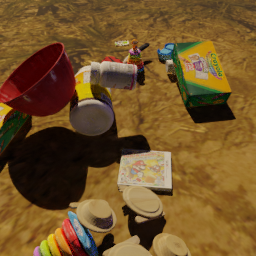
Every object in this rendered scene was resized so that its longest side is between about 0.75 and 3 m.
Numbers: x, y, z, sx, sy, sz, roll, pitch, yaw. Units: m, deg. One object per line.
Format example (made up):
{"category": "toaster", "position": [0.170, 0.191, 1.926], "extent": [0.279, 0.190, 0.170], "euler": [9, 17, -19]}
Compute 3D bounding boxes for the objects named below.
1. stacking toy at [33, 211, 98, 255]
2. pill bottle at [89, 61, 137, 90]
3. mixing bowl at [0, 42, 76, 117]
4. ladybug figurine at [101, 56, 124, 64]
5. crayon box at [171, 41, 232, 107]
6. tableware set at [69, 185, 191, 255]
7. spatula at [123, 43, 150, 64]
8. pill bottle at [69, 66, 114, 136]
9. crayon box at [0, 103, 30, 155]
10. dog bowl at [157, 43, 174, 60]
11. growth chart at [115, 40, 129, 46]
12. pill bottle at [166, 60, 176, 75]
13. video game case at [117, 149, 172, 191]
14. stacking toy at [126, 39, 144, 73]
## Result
{"category": "stacking toy", "position": [-1.679, 2.793, 6.157], "extent": [1.837, 1.008, 1.066], "euler": [-30, 52, -13]}
{"category": "pill bottle", "position": [-0.484, -1.699, 9.052], "extent": [1.465, 0.830, 0.830], "euler": [5, 42, -8]}
{"category": "mixing bowl", "position": [-2.632, -1.299, 8.869], "extent": [2.595, 1.405, 2.595], "euler": [-24, 38, 20]}
{"category": "ladybug figurine", "position": [-0.625, -2.649, 12.144], "extent": [1.065, 0.565, 1.569], "euler": [-29, 53, -23]}
{"category": "crayon box", "position": [2.785, -2.158, 10.977], "extent": [1.602, 0.786, 2.697], "euler": [-5, 60, -7]}
{"category": "tableware set", "position": [0.203, 2.329, 6.308], "extent": [2.425, 0.337, 2.903], "euler": [5, 31, -38]}
{"category": "spatula", "position": [0.036, -3.173, 12.792], "extent": [2.645, 0.272, 0.748], "euler": [-41, 56, -16]}
{"category": "pill bottle", "position": [-1.300, -1.086, 9.850], "extent": [1.445, 1.445, 2.645], "euler": [-4, 42, -5]}
{"category": "crayon box", "position": [-4.605, -0.061, 9.195], "extent": [1.641, 0.805, 2.763], "euler": [8, 43, 9]}
{"category": "dog bowl", "position": [1.944, -3.674, 13.506], "extent": [0.759, 0.337, 1.361], "euler": [27, 49, 26]}
{"category": "growth chart", "position": [-0.316, -4.393, 14.495], "extent": [0.767, 0.068, 0.555], "euler": [-8, 42, -10]}
{"category": "pill bottle", "position": [2.341, -2.711, 12.159], "extent": [1.338, 0.731, 0.731], "euler": [-5, 43, -6]}
{"category": "video game case", "position": [0.517, 1.207, 8.293], "extent": [1.523, 0.174, 1.386], "euler": [3, 42, 4]}
{"category": "stacking toy", "position": [0.307, -3.182, 12.175], "extent": [0.813, 1.401, 0.769], "euler": [-4, 43, -4]}
